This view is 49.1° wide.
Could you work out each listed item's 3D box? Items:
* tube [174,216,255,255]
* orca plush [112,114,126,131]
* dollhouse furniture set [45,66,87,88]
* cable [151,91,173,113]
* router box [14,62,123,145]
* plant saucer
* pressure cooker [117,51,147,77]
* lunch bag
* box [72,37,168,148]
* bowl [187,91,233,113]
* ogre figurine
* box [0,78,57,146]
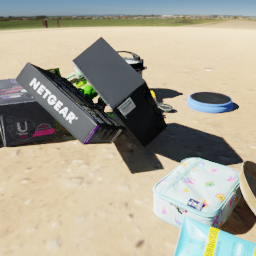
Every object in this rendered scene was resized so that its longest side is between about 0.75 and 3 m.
[{"bbox_3d":[1.917,2.242,4.865,2.139,0.539,0.828,10,57,23],"label":"tube"},{"bbox_3d":[0.090,-0.332,10.259,1.712,0.901,0.609,-21,-23,14],"label":"orca plush"},{"bbox_3d":[-2.115,-2.080,10.471,1.337,1.033,2.676,-21,5,-41],"label":"dollhouse furniture set"},{"bbox_3d":[1.070,-1.191,12.227,1.022,0.530,2.104,-12,28,-25],"label":"cable"},{"bbox_3d":[-1.620,-0.647,8.168,2.756,0.704,2.055,41,9,16],"label":"router box"},{"bbox_3d":[2.907,1.493,5.904,1.735,0.307,1.735,30,35,-23],"label":"plant saucer"},{"bbox_3d":[-0.194,-2.541,13.215,1.889,2.148,1.919,-13,28,-26],"label":"pressure cooker"},{"bbox_3d":[1.543,1.440,6.312,1.603,0.770,1.999,20,31,36],"label":"lunch bag"},{"bbox_3d":[-0.110,-0.891,8.125,1.142,2.895,2.043,-42,62,-1],"label":"box"},{"bbox_3d":[3.619,-1.179,12.384,1.962,0.385,1.962,0,25,0],"label":"bowl"},{"bbox_3d":[-1.304,-0.772,10.265,1.791,1.465,2.987,6,67,23],"label":"ogre figurine"},{"bbox_3d":[-3.670,-0.727,10.039,1.740,1.509,2.846,-10,27,-19],"label":"box"}]
